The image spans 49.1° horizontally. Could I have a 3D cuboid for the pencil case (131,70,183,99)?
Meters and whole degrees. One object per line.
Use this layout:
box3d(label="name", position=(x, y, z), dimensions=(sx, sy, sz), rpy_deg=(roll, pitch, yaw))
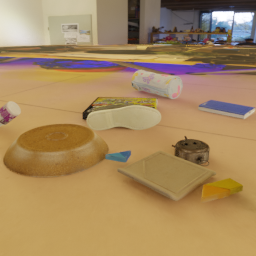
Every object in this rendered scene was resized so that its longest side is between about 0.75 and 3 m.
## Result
box3d(label="pencil case", position=(1.261, -1.993, 12.633), dimensions=(1.098, 1.006, 2.421), rpy_deg=(-12, 24, -42))

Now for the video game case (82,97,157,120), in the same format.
box3d(label="video game case", position=(-0.179, -0.712, 10.206), dimensions=(2.433, 0.310, 2.198), rpy_deg=(2, 21, 8))

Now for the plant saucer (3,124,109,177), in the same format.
box3d(label="plant saucer", position=(-1.773, 0.391, 7.025), dimensions=(2.575, 0.456, 2.575), rpy_deg=(0, 20, 0))

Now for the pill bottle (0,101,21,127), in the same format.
box3d(label="pill bottle", position=(-3.788, -0.396, 8.638), dimensions=(0.887, 0.498, 0.498), rpy_deg=(-32, 12, 19))

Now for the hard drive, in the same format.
box3d(label="hard drive", position=(3.631, -0.714, 10.339), dimensions=(1.697, 0.215, 1.120), rpy_deg=(17, 26, 37))

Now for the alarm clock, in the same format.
box3d(label="alarm clock", position=(1.574, 0.585, 6.641), dimensions=(0.823, 0.406, 1.220), rpy_deg=(-4, 24, -12))

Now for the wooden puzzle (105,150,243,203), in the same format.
box3d(label="wooden puzzle", position=(0.820, 0.962, 5.793), dimensions=(1.717, 0.298, 2.546), rpy_deg=(-10, 23, -37))

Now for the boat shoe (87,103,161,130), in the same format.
box3d(label="boat shoe", position=(-0.122, -0.392, 8.634), dimensions=(2.247, 0.803, 0.672), rpy_deg=(-3, 26, 2))
